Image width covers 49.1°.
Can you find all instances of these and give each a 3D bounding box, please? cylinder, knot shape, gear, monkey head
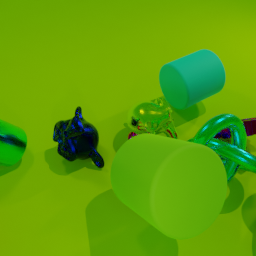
[{"bbox_3d":[-2.834,0.276,5.987,0.936,0.936,0.936,-10,67,23],"label":"cylinder"},{"bbox_3d":[1.719,0.609,5.515,1.773,1.659,0.819,37,44,-19],"label":"knot shape"},{"bbox_3d":[2.514,-0.027,6.139,1.628,1.628,0.301,-9,90,-9],"label":"gear"},{"bbox_3d":[-1.021,0.141,6.134,0.967,1.154,1.605,-9,65,-41],"label":"monkey head"},{"bbox_3d":[1.623,-1.246,7.188,1.215,1.215,1.215,-25,51,-19],"label":"cylinder"},{"bbox_3d":[0.609,0.857,4.595,1.399,1.399,1.399,-25,16,-23],"label":"cylinder"},{"bbox_3d":[0.561,-0.074,6.516,1.027,1.226,1.704,-29,14,-8],"label":"monkey head"}]

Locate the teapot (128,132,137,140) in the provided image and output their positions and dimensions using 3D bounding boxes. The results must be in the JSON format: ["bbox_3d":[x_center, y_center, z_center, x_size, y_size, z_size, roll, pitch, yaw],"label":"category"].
[{"bbox_3d":[0.573,0.665,5.948,1.577,0.980,0.772,44,34,8],"label":"teapot"}]
